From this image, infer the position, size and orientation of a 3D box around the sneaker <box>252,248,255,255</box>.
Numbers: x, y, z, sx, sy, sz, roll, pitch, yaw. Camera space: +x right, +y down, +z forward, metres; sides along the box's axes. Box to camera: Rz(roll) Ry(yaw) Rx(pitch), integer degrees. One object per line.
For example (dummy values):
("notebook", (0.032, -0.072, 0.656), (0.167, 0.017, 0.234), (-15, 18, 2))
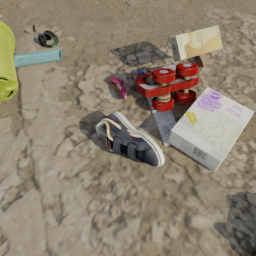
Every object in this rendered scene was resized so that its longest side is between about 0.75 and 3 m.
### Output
("sneaker", (4.196, 3.893, 7.878), (0.564, 0.516, 1.324), (-25, 57, -18))

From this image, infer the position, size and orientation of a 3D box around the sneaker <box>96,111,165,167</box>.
("sneaker", (-0.029, 0.569, 10.011), (1.158, 1.144, 2.917), (-30, 49, -26))

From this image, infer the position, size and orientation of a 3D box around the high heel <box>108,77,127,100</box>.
("high heel", (-0.448, -1.714, 12.077), (0.695, 0.488, 1.449), (1, 47, -12))

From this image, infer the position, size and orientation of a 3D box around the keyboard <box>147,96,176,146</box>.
("keyboard", (1.458, -0.441, 11.381), (0.751, 0.142, 2.668), (-10, 53, -8))

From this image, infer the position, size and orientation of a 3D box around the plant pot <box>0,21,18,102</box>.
("plant pot", (-5.855, -2.538, 11.549), (2.923, 2.923, 2.688), (-20, 66, -14))

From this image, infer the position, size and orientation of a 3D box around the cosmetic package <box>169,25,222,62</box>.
("cosmetic package", (2.751, -3.418, 11.356), (1.926, 1.013, 0.684), (-19, 12, -11))

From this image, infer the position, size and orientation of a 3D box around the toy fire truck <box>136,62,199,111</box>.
("toy fire truck", (1.528, -1.970, 11.777), (2.731, 1.532, 2.294), (-18, 33, -22))

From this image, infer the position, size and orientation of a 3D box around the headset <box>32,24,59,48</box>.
("headset", (-4.220, -4.676, 14.228), (1.475, 0.693, 0.911), (31, 57, 8))

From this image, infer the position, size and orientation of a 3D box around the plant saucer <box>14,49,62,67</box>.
("plant saucer", (-4.328, -3.356, 13.544), (2.268, 0.215, 0.793), (-10, 53, -9))

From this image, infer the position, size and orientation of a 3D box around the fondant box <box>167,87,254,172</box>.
("fondant box", (3.127, -0.058, 10.566), (2.057, 0.830, 2.851), (33, 57, 19))

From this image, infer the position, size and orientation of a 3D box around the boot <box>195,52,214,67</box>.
("boot", (3.713, -3.403, 13.456), (0.878, 0.422, 1.200), (-12, 56, -13))
